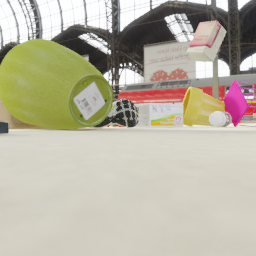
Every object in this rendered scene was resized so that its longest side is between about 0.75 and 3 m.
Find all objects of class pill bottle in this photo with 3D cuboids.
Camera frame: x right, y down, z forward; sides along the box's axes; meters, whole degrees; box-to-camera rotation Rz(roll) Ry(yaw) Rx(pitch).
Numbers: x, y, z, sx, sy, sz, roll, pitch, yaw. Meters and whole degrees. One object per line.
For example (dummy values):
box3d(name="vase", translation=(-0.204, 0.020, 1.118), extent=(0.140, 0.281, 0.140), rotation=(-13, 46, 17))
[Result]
box3d(name="pill bottle", translation=(4.459, -0.424, 13.546), extent=(0.775, 0.775, 1.332), rotation=(1, 1, 36))

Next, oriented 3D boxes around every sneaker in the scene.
box3d(name="sneaker", translation=(-0.737, -0.475, 10.016), extent=(2.727, 1.050, 1.158), rotation=(-1, -4, -44))

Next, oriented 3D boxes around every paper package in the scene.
box3d(name="paper package", translation=(-3.724, -0.609, 10.231), extent=(2.395, 1.239, 2.283), rotation=(2, 2, 43))

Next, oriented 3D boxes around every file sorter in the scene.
box3d(name="file sorter", translation=(5.996, -1.210, 14.293), extent=(1.278, 2.038, 1.416), rotation=(5, -44, -8))

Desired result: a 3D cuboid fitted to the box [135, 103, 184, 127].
box3d(name="box", translation=(1.477, -0.570, 13.148), extent=(2.105, 1.067, 1.184), rotation=(-1, 1, -35))

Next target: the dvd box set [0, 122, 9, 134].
box3d(name="dvd box set", translation=(-2.457, 0.002, 3.960), extent=(1.267, 0.186, 0.927), rotation=(0, 2, 36))

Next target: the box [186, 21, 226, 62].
box3d(name="box", translation=(2.371, -2.606, 8.488), extent=(0.580, 1.065, 0.681), rotation=(28, -5, -38))

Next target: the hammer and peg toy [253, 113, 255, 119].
box3d(name="hammer and peg toy", translation=(4.566, -0.298, 7.547), extent=(2.019, 0.712, 1.485), rotation=(1, -1, 32))

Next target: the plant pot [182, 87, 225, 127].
box3d(name="plant pot", translation=(4.156, -1.023, 15.671), extent=(2.057, 2.187, 2.187), rotation=(14, 1, 2))

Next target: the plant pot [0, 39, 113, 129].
box3d(name="plant pot", translation=(-1.711, -0.967, 7.474), extent=(2.558, 2.558, 2.734), rotation=(-1, 17, -43))
